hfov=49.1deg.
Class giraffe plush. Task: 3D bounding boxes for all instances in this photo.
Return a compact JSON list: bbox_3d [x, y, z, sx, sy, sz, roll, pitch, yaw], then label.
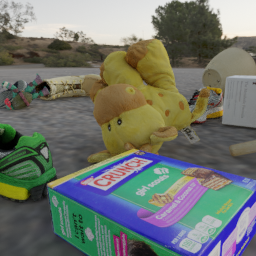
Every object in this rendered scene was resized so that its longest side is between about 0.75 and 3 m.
[{"bbox_3d":[0.132,-0.210,5.172,2.560,2.209,2.076,39,35,6],"label":"giraffe plush"}]

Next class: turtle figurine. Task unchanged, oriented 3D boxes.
[{"bbox_3d":[-3.779,-1.133,10.023,1.790,1.340,0.901,-32,61,-14],"label":"turtle figurine"}]

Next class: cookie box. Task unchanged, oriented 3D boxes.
[{"bbox_3d":[0.258,0.822,2.862,1.668,0.627,1.427,11,20,39],"label":"cookie box"}]

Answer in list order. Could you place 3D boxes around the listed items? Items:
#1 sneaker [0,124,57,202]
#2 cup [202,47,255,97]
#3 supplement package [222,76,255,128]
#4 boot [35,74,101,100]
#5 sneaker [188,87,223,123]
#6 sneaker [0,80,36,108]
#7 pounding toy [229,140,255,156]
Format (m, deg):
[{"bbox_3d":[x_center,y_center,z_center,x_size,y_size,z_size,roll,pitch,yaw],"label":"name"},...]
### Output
[{"bbox_3d":[-2.017,0.338,4.125,2.256,0.961,0.880,5,15,20],"label":"sneaker"},{"bbox_3d":[4.267,-2.304,12.474,1.598,2.234,2.234,-22,23,-29],"label":"cup"},{"bbox_3d":[3.845,-0.691,7.402,2.312,1.315,1.266,7,15,29],"label":"supplement package"},{"bbox_3d":[-2.599,-1.809,12.399,2.813,1.024,2.186,5,15,23],"label":"boot"},{"bbox_3d":[2.045,-0.727,8.284,0.916,0.966,2.352,12,20,41],"label":"sneaker"},{"bbox_3d":[-4.178,-1.150,10.510,1.503,0.572,1.086,-31,-10,7],"label":"sneaker"},{"bbox_3d":[3.794,-0.397,4.933,2.633,2.033,2.860,28,45,28],"label":"pounding toy"}]
